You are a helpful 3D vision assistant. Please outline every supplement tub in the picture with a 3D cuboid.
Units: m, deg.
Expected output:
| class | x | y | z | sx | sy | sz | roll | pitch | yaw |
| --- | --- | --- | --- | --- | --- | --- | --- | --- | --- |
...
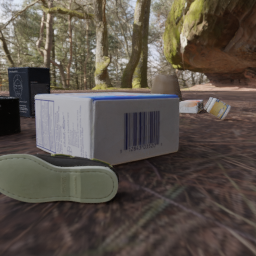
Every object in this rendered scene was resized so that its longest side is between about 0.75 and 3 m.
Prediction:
| class | x | y | z | sx | sy | sz | roll | pitch | yaw |
| --- | --- | --- | --- | --- | --- | --- | --- | --- | --- |
| supplement tub | 3.292 | -0.736 | 10.342 | 0.813 | 0.588 | 0.588 | 30 | 16 | 10 |

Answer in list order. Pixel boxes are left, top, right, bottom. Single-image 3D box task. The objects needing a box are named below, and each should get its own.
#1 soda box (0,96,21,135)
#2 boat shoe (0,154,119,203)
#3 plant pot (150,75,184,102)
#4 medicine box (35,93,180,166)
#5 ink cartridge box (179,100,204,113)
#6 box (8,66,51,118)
| class | x | y | z | sx | sy | sz | roll | pitch | yaw |
| --- | --- | --- | --- | --- | --- | --- | --- | --- | --- |
| soda box | -4.142 | -0.227 | 6.749 | 0.917 | 1.024 | 2.895 | 11 | 13 | 38 |
| boat shoe | -0.888 | 0.593 | 3.431 | 1.563 | 0.557 | 0.470 | 7 | 7 | 1 |
| plant pot | 2.084 | -2.046 | 15.508 | 2.047 | 1.776 | 2.047 | -1 | 10 | 0 |
| medicine box | -0.474 | -0.109 | 5.649 | 2.051 | 1.159 | 2.252 | -7 | 12 | -39 |
| ink cartridge box | 2.338 | -1.089 | 13.438 | 2.295 | 0.575 | 1.861 | 7 | 11 | 22 |
| box | -4.036 | -1.488 | 11.499 | 1.460 | 1.967 | 1.053 | 8 | 12 | 37 |
